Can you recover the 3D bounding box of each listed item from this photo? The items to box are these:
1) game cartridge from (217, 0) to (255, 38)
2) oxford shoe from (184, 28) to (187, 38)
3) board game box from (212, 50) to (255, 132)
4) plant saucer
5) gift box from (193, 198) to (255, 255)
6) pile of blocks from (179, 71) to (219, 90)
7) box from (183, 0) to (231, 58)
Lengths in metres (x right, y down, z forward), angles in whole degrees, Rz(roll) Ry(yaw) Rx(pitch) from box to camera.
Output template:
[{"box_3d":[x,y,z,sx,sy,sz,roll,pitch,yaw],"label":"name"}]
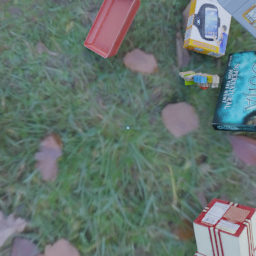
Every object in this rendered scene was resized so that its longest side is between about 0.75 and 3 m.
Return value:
[{"box_3d":[3.626,-2.851,6.526,2.655,1.768,0.551,30,55,-20],"label":"game cartridge"},{"box_3d":[2.319,-3.658,9.107,0.613,0.639,1.731,34,82,-24],"label":"oxford shoe"},{"box_3d":[3.571,-1.115,7.902,1.832,0.381,2.709,2,59,34],"label":"board game box"},{"box_3d":[-0.464,-3.094,8.306,1.947,0.358,1.950,-62,37,11],"label":"plant saucer"},{"box_3d":[2.318,2.704,6.772,1.427,1.317,1.333,-28,113,-37],"label":"gift box"},{"box_3d":[2.082,-1.365,8.342,0.591,1.440,0.448,-20,115,-27],"label":"pile of blocks"},{"box_3d":[2.513,-3.375,8.597,1.262,0.440,2.119,10,91,-16],"label":"box"}]
